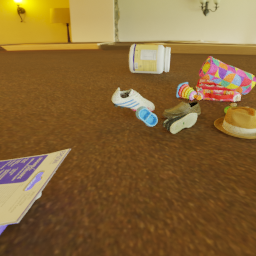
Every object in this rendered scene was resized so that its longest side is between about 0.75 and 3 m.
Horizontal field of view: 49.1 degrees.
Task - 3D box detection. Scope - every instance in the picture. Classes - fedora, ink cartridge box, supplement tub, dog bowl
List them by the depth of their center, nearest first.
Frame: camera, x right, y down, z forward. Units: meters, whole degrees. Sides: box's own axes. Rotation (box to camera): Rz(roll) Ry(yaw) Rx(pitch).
[{"bbox_3d":[-2.694,1.384,5.652,2.690,0.584,2.665,-11,19,12],"label":"ink cartridge box"},{"bbox_3d":[0.603,-0.346,8.699,0.773,0.431,0.192,38,2,-19],"label":"dog bowl"},{"bbox_3d":[4.170,-0.302,10.269,1.984,0.809,1.984,0,22,0],"label":"fedora"},{"bbox_3d":[1.604,-5.035,20.458,2.829,2.057,2.057,4,22,9],"label":"supplement tub"}]

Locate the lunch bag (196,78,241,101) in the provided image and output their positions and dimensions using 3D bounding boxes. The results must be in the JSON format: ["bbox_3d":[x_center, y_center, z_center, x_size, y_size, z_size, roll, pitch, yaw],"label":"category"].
[{"bbox_3d":[4.625,-1.916,14.314,2.240,0.918,1.973,6,27,16],"label":"lunch bag"}]

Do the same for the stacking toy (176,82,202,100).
[{"bbox_3d":[3.166,-1.713,14.147,0.789,0.746,1.360,-24,42,-33],"label":"stacking toy"}]

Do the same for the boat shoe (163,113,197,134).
[{"bbox_3d":[1.998,-0.288,10.513,1.643,0.590,0.555,-20,33,-36],"label":"boat shoe"}]

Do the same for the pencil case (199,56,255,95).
[{"bbox_3d":[3.554,-1.854,10.016,1.991,0.880,0.880,19,17,-16],"label":"pencil case"}]

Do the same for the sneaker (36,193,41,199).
[{"bbox_3d":[-2.418,1.566,6.348,0.443,0.282,0.767,11,17,36],"label":"sneaker"}]

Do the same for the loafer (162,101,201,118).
[{"bbox_3d":[2.244,-0.780,11.726,1.802,0.608,0.685,-10,24,-25],"label":"loafer"}]

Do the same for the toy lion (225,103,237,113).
[{"bbox_3d":[4.543,-0.671,11.918,1.019,0.365,1.063,-19,28,-24],"label":"toy lion"}]

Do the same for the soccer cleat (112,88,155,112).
[{"bbox_3d":[0.311,-1.134,11.431,1.946,0.840,0.680,8,39,-22],"label":"soccer cleat"}]
